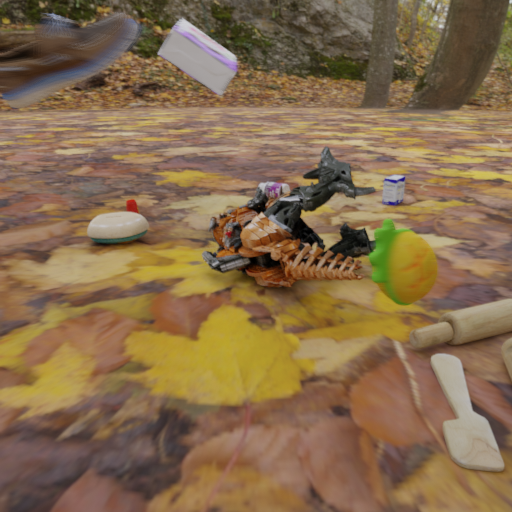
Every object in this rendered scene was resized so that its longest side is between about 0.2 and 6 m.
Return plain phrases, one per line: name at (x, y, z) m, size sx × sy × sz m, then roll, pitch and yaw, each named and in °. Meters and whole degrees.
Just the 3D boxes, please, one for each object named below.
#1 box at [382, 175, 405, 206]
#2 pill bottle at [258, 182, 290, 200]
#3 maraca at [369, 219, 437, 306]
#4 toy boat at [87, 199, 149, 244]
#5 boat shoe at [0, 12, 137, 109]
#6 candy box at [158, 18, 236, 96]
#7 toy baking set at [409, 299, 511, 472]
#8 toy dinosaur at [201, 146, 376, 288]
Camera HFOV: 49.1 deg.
box at (3.225, -1.538, 13.116) m, size 0.326 × 0.621 × 0.571 m, roll 11°, pitch 22°, yaw 31°
pill bottle at (0.415, -1.571, 13.558) m, size 0.730 × 0.410 × 0.410 m, roll 12°, pitch 22°, yaw 34°
maraca at (1.066, 0.056, 4.162) m, size 0.446 × 0.571 × 0.834 m, roll -1°, pitch -20°, yaw 40°
toy boat at (-2.431, -0.553, 10.375) m, size 1.108 × 0.612 × 1.318 m, roll -1°, pitch 26°, yaw 10°
boat shoe at (-2.330, -2.435, 6.638) m, size 1.883 × 0.681 × 0.680 m, roll -27°, pitch 46°, yaw 6°
candy box at (-1.069, -3.793, 10.601) m, size 1.327 × 0.566 × 1.582 m, roll 30°, pitch 24°, yaw -18°
toy baking set at (2.847, 1.086, 5.567) m, size 3.253 × 0.378 × 2.497 m, roll -7°, pitch 19°, yaw -20°
toy dinosaur at (0.517, -0.167, 8.220) m, size 2.378 × 1.790 × 3.504 m, roll -25°, pitch 43°, yaw -16°
